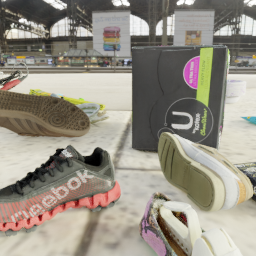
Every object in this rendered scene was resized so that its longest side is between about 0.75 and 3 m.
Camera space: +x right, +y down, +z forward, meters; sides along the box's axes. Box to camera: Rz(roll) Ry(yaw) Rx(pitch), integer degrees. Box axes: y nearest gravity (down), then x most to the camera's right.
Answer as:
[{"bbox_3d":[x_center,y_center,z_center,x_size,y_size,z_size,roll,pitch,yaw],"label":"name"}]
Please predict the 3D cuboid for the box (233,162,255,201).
[{"bbox_3d":[2.337,0.775,4.028,1.386,0.340,1.117,-4,15,-16],"label":"box"}]

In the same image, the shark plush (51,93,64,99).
[{"bbox_3d":[-2.328,-0.751,9.619,0.809,0.741,1.780,-5,14,-22],"label":"shark plush"}]

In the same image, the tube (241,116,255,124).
[{"bbox_3d":[3.971,-0.213,8.359,0.552,0.359,1.427,11,7,-11],"label":"tube"}]

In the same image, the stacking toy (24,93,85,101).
[{"bbox_3d":[-3.345,-1.208,11.885,2.519,0.592,1.899,-9,17,-35],"label":"stacking toy"}]

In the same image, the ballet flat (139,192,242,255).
[{"bbox_3d":[0.579,1.026,2.412,0.572,0.589,1.656,-5,15,-24],"label":"ballet flat"}]

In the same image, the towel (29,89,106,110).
[{"bbox_3d":[-2.311,-1.148,11.026,2.835,0.256,1.220,12,11,-2],"label":"towel"}]

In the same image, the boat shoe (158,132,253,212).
[{"bbox_3d":[1.027,0.595,4.200,0.654,0.714,1.911,1,21,-17],"label":"boat shoe"}]

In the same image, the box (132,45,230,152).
[{"bbox_3d":[1.387,-0.800,6.670,1.829,2.186,2.943,5,14,20],"label":"box"}]

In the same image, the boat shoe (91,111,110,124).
[{"bbox_3d":[-0.929,-0.334,8.634,0.311,0.285,0.833,-20,0,38],"label":"boat shoe"}]

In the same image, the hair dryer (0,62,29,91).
[{"bbox_3d":[-3.808,-1.208,8.499,1.354,1.778,0.483,-1,-13,5],"label":"hair dryer"}]

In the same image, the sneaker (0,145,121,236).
[{"bbox_3d":[-0.921,0.661,3.365,1.802,0.880,0.637,-9,19,-29],"label":"sneaker"}]

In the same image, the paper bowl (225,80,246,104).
[{"bbox_3d":[4.426,-1.693,13.025,1.939,1.009,1.939,0,13,0],"label":"paper bowl"}]

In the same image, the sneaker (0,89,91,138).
[{"bbox_3d":[-2.252,-0.229,6.958,2.652,1.002,0.934,16,53,-5],"label":"sneaker"}]

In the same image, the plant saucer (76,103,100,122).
[{"bbox_3d":[-1.444,-0.305,8.103,1.393,0.350,1.393,-12,25,6],"label":"plant saucer"}]
